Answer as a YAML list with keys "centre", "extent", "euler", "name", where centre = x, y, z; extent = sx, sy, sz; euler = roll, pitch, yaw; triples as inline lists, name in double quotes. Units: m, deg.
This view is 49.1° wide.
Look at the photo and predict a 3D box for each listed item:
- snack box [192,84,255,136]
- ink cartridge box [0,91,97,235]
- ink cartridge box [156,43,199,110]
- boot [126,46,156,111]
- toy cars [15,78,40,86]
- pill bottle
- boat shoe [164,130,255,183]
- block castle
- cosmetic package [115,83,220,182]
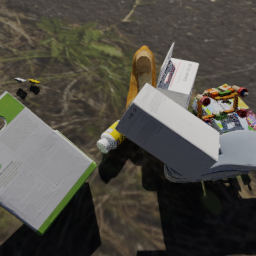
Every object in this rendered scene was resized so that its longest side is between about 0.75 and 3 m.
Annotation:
- centre: [3.108, -0.393, 8.801]
  extent: [1.335, 0.497, 1.878]
  euler: [-25, 62, -16]
  name: "snack box"
- centre: [-2.532, 0.835, 6.857]
  extent: [2.826, 1.071, 2.089]
  euler: [42, 70, -10]
  name: "ink cartridge box"
- centre: [1.298, -0.866, 7.768]
  extent: [0.856, 2.536, 1.477]
  euler: [14, 48, 12]
  name: "ink cartridge box"
- centre: [0.495, -1.217, 8.890]
  extent: [0.913, 2.595, 1.858]
  euler: [5, 22, 4]
  name: "boot"
- centre: [-3.466, -1.573, 9.646]
  extent: [0.835, 0.185, 0.374]
  euler: [4, 22, -14]
  name: "toy cars"
- centre: [-0.435, 0.271, 8.287]
  extent: [0.570, 0.570, 1.023]
  euler: [34, 56, 19]
  name: "pill bottle"
- centre: [2.400, 0.947, 7.508]
  extent: [3.027, 1.290, 1.118]
  euler: [-13, 63, -9]
  name: "boat shoe"
- centre: [2.700, -0.618, 7.976]
  extent: [1.430, 0.956, 0.671]
  euler: [-14, 26, -10]
  name: "block castle"
- centre: [0.920, 0.073, 6.196]
  extent: [2.094, 0.888, 1.127]
  euler: [36, 35, -2]
  name: "cosmetic package"
